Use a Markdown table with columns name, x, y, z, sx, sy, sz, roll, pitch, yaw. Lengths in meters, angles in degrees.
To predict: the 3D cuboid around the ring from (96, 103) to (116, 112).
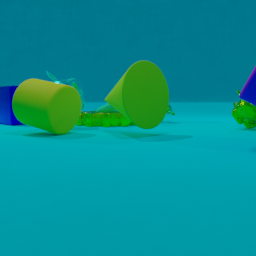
| name | x | y | z | sx | sy | sz | roll | pitch | yaw |
| --- | --- | --- | --- | --- | --- | --- | --- | --- | --- |
| ring | -0.391 | -0.661 | 8.306 | 1.158 | 0.232 | 1.158 | -22 | 3 | 1 |

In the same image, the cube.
| name | x | y | z | sx | sy | sz | roll | pitch | yaw |
| --- | --- | --- | --- | --- | --- | --- | --- | --- | --- |
| cube | -3.251 | -0.689 | 8.494 | 1.112 | 1.112 | 1.112 | 5 | 8 | 43 |

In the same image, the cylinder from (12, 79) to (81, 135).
| name | x | y | z | sx | sy | sz | roll | pitch | yaw |
| --- | --- | --- | --- | --- | --- | --- | --- | --- | --- |
| cylinder | -1.675 | -0.460 | 5.863 | 1.011 | 1.011 | 1.011 | 14 | 12 | 26 |

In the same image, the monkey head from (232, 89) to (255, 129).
| name | x | y | z | sx | sy | sz | roll | pitch | yaw |
| --- | --- | --- | --- | --- | --- | --- | --- | --- | --- |
| monkey head | 2.981 | -0.508 | 6.824 | 1.329 | 0.801 | 0.956 | 24 | 34 | -14 |

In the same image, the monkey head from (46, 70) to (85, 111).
| name | x | y | z | sx | sy | sz | roll | pitch | yaw |
| --- | --- | --- | --- | --- | --- | --- | --- | --- | --- |
| monkey head | -1.631 | -0.872 | 7.264 | 0.904 | 1.500 | 1.079 | -14 | 31 | -9 |

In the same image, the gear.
| name | x | y | z | sx | sy | sz | roll | pitch | yaw |
| --- | --- | --- | --- | --- | --- | --- | --- | --- | --- |
| gear | -0.590 | -0.302 | 8.357 | 1.992 | 0.368 | 1.992 | 0 | 6 | 0 |

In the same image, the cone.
| name | x | y | z | sx | sy | sz | roll | pitch | yaw |
| --- | --- | --- | --- | --- | --- | --- | --- | --- | --- |
| cone | -0.071 | -0.634 | 5.850 | 1.319 | 1.319 | 1.324 | -5 | 4 | -43 |

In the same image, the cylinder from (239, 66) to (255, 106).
| name | x | y | z | sx | sy | sz | roll | pitch | yaw |
| --- | --- | --- | --- | --- | --- | --- | --- | --- | --- |
| cylinder | 2.124 | -0.614 | 3.715 | 0.913 | 0.913 | 0.913 | 30 | 15 | 16 |

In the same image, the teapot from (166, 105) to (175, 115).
| name | x | y | z | sx | sy | sz | roll | pitch | yaw |
| --- | --- | --- | --- | --- | --- | --- | --- | --- | --- |
| teapot | 0.699 | -0.861 | 9.050 | 2.044 | 1.271 | 1.001 | 28 | 15 | 21 |
